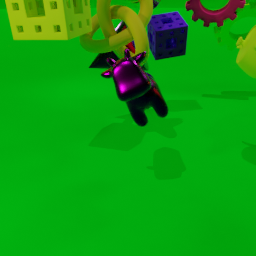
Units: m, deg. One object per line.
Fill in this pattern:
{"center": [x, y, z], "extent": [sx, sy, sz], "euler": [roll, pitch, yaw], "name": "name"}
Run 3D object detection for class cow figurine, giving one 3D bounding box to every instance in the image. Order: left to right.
{"center": [0.165, -0.802, 5.212], "extent": [0.858, 1.538, 1.563], "euler": [-25, 26, 12], "name": "cow figurine"}

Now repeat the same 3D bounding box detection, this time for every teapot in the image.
{"center": [2.318, -1.417, 5.024], "extent": [0.761, 0.966, 1.554], "euler": [23, 17, 4], "name": "teapot"}

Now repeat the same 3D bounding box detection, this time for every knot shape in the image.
{"center": [-0.334, -2.342, 6.539], "extent": [1.827, 1.953, 0.902], "euler": [-3, 10, 27], "name": "knot shape"}

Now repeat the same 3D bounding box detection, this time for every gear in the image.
{"center": [2.626, -3.936, 8.439], "extent": [1.753, 1.753, 0.324], "euler": [6, 48, 13], "name": "gear"}
{"center": [3.942, -3.462, 9.505], "extent": [1.935, 1.935, 0.358], "euler": [1, 60, 2], "name": "gear"}

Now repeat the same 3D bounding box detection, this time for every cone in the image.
{"center": [-0.434, -2.001, 7.807], "extent": [1.546, 1.540, 1.540], "euler": [-22, 21, 16], "name": "cone"}

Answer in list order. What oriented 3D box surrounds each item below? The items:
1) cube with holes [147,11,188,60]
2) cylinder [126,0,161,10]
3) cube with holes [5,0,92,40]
{"center": [1.157, -2.775, 8.426], "extent": [0.955, 0.955, 0.955], "euler": [-11, 47, -5], "name": "cube with holes"}
{"center": [0.380, -3.644, 7.451], "extent": [0.842, 0.842, 0.842], "euler": [13, 11, 25], "name": "cylinder"}
{"center": [-1.499, -2.399, 5.431], "extent": [1.155, 1.155, 1.155], "euler": [5, 27, 15], "name": "cube with holes"}
